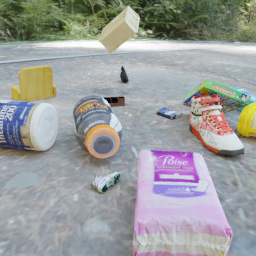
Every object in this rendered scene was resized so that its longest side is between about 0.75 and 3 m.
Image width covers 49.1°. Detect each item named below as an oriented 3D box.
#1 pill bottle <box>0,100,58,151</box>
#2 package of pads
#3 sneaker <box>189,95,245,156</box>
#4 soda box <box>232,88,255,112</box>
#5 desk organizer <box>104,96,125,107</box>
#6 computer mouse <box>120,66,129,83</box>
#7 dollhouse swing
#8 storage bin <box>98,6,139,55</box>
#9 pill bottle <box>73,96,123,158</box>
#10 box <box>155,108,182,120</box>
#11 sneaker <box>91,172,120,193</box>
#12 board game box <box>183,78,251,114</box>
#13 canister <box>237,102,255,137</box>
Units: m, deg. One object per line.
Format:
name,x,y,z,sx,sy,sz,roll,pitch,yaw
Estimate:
pill bottle,-4.023,-0.146,9.562,2.889,1.603,1.603,5,23,12
package of pads,1.036,1.545,6.176,1.735,1.089,2.879,4,23,3
sneaker,3.004,-0.247,9.789,0.968,1.554,2.899,-7,22,-13
soda box,5.596,-1.284,13.463,0.795,0.752,2.344,-4,23,-8
desk organizer,-0.684,-1.319,13.992,1.060,0.408,0.380,-4,23,-10
computer mouse,-0.366,-3.755,19.428,0.498,0.857,2.924,-21,22,3
dollhouse swing,-5.109,-2.490,15.006,2.068,1.818,1.879,-16,28,-32
storage bin,-0.398,-4.505,12.810,1.688,0.791,1.675,-30,34,32
pill bottle,-1.037,-0.038,9.475,1.495,1.495,2.814,-5,23,-13
box,1.822,-0.666,12.707,0.673,0.180,1.111,-17,29,-36
sneaker,-0.656,1.370,7.589,0.597,0.332,0.853,16,27,33
board game box,3.444,-1.153,11.313,1.758,0.380,2.612,20,-8,-3
canister,5.621,-0.042,9.992,1.947,1.134,2.621,-18,30,-37
